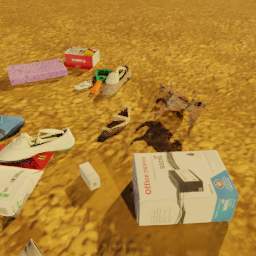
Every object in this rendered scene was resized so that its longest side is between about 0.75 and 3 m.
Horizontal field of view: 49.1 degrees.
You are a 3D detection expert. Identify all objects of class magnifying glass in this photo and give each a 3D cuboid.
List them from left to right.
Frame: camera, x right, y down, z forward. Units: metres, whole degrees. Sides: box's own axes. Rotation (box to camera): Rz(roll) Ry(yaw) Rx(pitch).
[{"bbox_3d":[-1.415,-2.473,14.587,0.993,0.279,2.494,7,35,8],"label":"magnifying glass"}]

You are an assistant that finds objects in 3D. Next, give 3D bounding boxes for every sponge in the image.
[{"bbox_3d":[-4.937,-3.110,15.253,2.960,0.441,1.651,-15,39,-18],"label":"sponge"}]

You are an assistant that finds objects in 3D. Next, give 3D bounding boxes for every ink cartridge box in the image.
[{"bbox_3d":[-4.016,1.352,9.010,2.329,0.725,2.894,7,38,8],"label":"ink cartridge box"},{"bbox_3d":[-2.736,-4.088,16.338,1.757,0.737,1.543,9,38,11],"label":"ink cartridge box"},{"bbox_3d":[1.501,1.674,8.167,2.637,1.104,1.913,-2,36,-3],"label":"ink cartridge box"}]

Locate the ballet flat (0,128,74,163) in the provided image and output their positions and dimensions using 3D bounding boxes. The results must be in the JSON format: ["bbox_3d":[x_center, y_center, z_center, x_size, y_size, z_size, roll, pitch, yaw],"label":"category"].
[{"bbox_3d":[-3.275,0.497,9.912,2.707,0.940,0.940,-12,38,-17],"label":"ballet flat"}]

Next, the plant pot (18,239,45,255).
[{"bbox_3d":[-2.299,3.209,6.368,0.885,0.967,0.967,-37,49,-24],"label":"plant pot"}]

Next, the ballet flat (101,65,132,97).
[{"bbox_3d":[-0.616,-2.488,14.059,0.867,0.856,2.546,14,39,20],"label":"ballet flat"}]

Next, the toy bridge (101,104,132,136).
[{"bbox_3d":[-0.306,-0.354,11.631,0.707,0.286,2.104,15,39,21],"label":"toy bridge"}]

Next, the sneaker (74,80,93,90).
[{"bbox_3d":[-2.255,-2.204,14.022,0.947,0.443,0.333,-9,38,-12],"label":"sneaker"}]

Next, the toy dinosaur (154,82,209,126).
[{"bbox_3d":[2.221,-1.045,11.903,2.005,1.270,2.958,12,24,2],"label":"toy dinosaur"}]

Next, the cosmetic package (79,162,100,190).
[{"bbox_3d":[-1.234,1.527,8.944,0.356,0.451,0.839,-20,42,-24],"label":"cosmetic package"}]

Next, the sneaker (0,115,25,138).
[{"bbox_3d":[-5.394,-0.160,10.762,2.683,1.052,0.884,-14,36,-20],"label":"sneaker"}]
